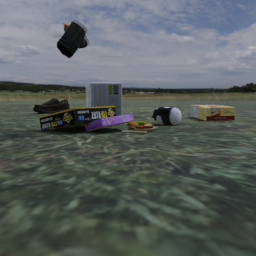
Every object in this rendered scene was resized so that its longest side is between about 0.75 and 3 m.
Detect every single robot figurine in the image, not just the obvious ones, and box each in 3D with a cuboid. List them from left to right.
[{"bbox_3d":[1.304,-0.415,9.333,0.953,0.595,0.716,4,15,33],"label":"robot figurine"}]

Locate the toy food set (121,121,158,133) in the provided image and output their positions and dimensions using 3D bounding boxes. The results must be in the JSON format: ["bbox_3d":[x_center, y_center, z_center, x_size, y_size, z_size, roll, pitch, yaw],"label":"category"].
[{"bbox_3d":[0.344,-0.050,7.740,0.810,0.236,1.173,2,7,20],"label":"toy food set"}]

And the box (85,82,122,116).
[{"bbox_3d":[-1.187,-1.297,12.965,1.356,1.505,2.675,-2,7,-13],"label":"box"}]

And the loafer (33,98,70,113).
[{"bbox_3d":[-4.270,-1.271,15.666,0.860,0.841,2.357,5,8,34],"label":"loafer"}]

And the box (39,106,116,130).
[{"bbox_3d":[-1.383,-0.300,8.036,1.399,0.432,1.752,-8,1,35],"label":"box"}]

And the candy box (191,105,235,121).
[{"bbox_3d":[3.425,-0.652,11.547,1.155,0.553,2.001,0,7,-4],"label":"candy box"}]

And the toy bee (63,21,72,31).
[{"bbox_3d":[-1.717,-2.940,8.243,0.503,0.768,0.418,5,-28,6],"label":"toy bee"}]

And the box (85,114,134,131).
[{"bbox_3d":[-0.498,-0.155,7.628,1.122,0.219,0.768,-11,-2,-43],"label":"box"}]

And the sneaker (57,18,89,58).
[{"bbox_3d":[-1.460,-2.200,7.290,0.583,0.818,1.649,37,-3,-8],"label":"sneaker"}]
